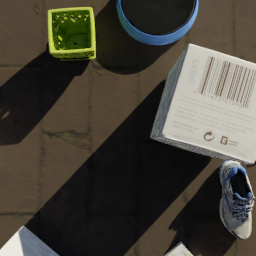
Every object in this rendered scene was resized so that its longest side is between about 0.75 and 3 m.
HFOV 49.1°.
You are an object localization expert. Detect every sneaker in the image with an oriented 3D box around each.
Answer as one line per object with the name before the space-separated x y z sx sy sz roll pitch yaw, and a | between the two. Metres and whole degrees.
sneaker | 3.215 2.160 8.241 0.912 1.008 2.367 -9 88 0

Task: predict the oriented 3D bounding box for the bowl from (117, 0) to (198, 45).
bowl | 0.931 -3.960 8.822 2.608 0.512 2.608 0 87 0

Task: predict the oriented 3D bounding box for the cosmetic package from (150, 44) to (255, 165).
cosmetic package | 2.041 -0.480 7.512 2.246 2.725 2.248 17 87 1

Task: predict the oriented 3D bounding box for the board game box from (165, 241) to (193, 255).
board game box | 1.368 4.397 8.452 1.583 0.271 1.064 -41 84 -2

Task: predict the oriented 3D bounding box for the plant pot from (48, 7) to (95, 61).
plant pot | -1.601 -2.704 8.411 1.315 1.193 1.308 -3 88 0

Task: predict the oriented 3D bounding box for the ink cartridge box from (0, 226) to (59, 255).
ink cartridge box | -2.953 4.114 7.572 1.859 2.292 0.575 40 126 0
